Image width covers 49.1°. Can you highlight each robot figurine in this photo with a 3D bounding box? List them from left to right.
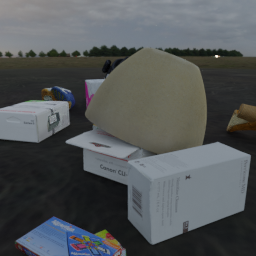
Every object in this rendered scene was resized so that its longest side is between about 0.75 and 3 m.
[{"bbox_3d":[-0.468,-3.058,16.856,1.677,2.019,2.687,-6,-20,-27],"label":"robot figurine"}]

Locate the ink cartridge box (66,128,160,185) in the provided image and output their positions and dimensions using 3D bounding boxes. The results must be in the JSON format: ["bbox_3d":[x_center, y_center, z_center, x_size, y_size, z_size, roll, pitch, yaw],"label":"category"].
[{"bbox_3d":[0.074,0.515,6.553,1.618,0.938,2.779,11,17,34],"label":"ink cartridge box"}]

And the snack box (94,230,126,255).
[{"bbox_3d":[-0.489,1.678,3.677,0.778,0.206,0.553,-12,16,-32],"label":"snack box"}]

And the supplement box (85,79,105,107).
[{"bbox_3d":[-0.356,-1.457,12.699,2.943,1.489,1.521,-5,16,-18],"label":"supplement box"}]

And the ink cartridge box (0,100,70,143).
[{"bbox_3d":[-3.205,-0.304,9.523,1.616,0.933,2.221,4,16,13],"label":"ink cartridge box"}]

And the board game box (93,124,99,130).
[{"bbox_3d":[-0.017,0.020,9.479,1.945,0.333,1.308,-12,19,-37],"label":"board game box"}]

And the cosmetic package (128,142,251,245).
[{"bbox_3d":[1.008,0.974,4.619,1.959,1.106,0.795,-10,18,-25],"label":"cosmetic package"}]

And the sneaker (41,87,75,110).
[{"bbox_3d":[-3.174,-1.570,13.833,1.308,1.117,2.967,-12,20,-35],"label":"sneaker"}]

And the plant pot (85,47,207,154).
[{"bbox_3d":[0.651,-0.731,6.514,2.842,1.908,2.842,20,11,-4],"label":"plant pot"}]

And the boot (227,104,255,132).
[{"bbox_3d":[4.084,-0.071,8.800,1.582,0.778,2.210,21,-9,11],"label":"boot"}]

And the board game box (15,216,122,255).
[{"bbox_3d":[-0.790,1.536,3.606,1.295,0.126,0.667,8,21,36],"label":"board game box"}]
